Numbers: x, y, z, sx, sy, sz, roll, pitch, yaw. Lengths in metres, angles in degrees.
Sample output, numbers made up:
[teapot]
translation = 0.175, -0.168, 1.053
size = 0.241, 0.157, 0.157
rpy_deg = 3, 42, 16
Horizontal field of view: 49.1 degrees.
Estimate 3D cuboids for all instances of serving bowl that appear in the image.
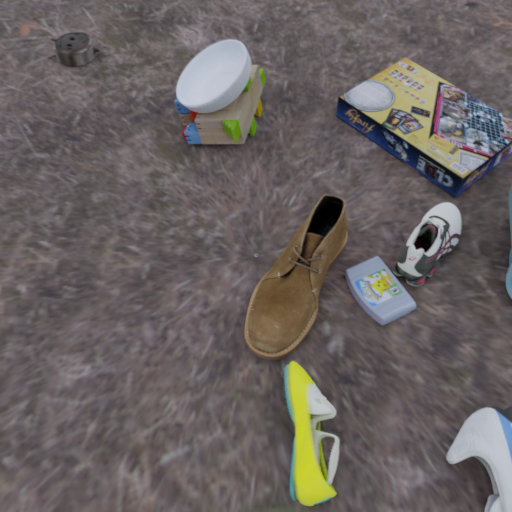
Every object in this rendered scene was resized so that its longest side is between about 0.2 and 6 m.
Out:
[serving bowl]
translation = -0.659, -2.991, 9.605
size = 1.439, 0.473, 1.439
rpy_deg = -18, 53, 25

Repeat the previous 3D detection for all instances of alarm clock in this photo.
[alarm clock]
translation = -3.651, -4.315, 11.657
size = 1.228, 0.409, 0.828
rpy_deg = 5, 54, 0

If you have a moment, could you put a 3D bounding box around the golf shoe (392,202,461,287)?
[golf shoe]
translation = 2.714, -0.310, 8.490
size = 0.675, 0.770, 1.748
rpy_deg = 27, 57, 20

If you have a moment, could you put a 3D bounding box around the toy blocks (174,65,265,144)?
[toy blocks]
translation = -0.779, -2.773, 10.264
size = 1.453, 1.063, 2.126
rpy_deg = 3, 52, 16

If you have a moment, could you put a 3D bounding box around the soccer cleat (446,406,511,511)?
[soccer cleat]
translation = 3.265, 2.876, 6.195
size = 1.105, 0.894, 2.559
rpy_deg = -40, 60, -7

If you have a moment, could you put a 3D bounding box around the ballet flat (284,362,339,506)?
[ballet flat]
translation = 0.701, 2.095, 6.798
size = 0.576, 0.574, 1.718
rpy_deg = -14, 57, 20

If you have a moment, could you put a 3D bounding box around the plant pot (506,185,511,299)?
[plant pot]
translation = 4.478, -0.374, 7.975
size = 1.897, 1.897, 1.858
rpy_deg = 9, 47, 6

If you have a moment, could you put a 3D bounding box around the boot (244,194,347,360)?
[boot]
translation = 0.589, 0.198, 7.962
size = 0.993, 1.017, 2.696
rpy_deg = 22, 58, 13

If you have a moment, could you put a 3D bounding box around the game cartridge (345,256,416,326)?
[game cartridge]
translation = 1.781, 0.505, 8.242
size = 0.680, 0.206, 1.020
rpy_deg = -25, 57, -13

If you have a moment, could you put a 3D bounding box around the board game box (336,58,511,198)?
[board game box]
translation = 3.133, -2.434, 10.197
size = 1.906, 0.487, 2.813
rpy_deg = -34, 60, -22
